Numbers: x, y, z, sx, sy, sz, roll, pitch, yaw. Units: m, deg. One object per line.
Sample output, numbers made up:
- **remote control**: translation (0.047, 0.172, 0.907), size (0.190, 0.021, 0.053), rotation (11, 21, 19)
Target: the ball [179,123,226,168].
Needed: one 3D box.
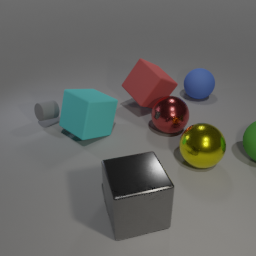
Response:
- **ball**: translation (2.297, 0.540, 8.664), size (1.400, 1.400, 1.400), rotation (0, 31, 0)

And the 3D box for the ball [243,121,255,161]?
- **ball**: translation (4.330, 0.405, 8.733), size (1.400, 1.400, 1.400), rotation (0, 31, 0)

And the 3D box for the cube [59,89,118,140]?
- **cube**: translation (-1.433, -0.547, 10.116), size (1.400, 1.400, 1.400), rotation (27, 24, 35)

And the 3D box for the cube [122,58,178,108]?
- **cube**: translation (0.895, -1.783, 11.597), size (1.400, 1.400, 1.400), rotation (5, 38, -53)

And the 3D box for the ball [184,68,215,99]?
- **ball**: translation (3.273, -2.035, 12.888), size (1.400, 1.400, 1.400), rotation (0, 31, 0)

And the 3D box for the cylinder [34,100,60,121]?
- **cylinder**: translation (-3.117, -0.671, 10.770), size (0.700, 0.700, 0.700), rotation (27, 30, 37)

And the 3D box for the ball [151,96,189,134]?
- **ball**: translation (1.562, -0.488, 10.375), size (1.400, 1.400, 1.400), rotation (0, 31, 0)

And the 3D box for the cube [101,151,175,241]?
- **cube**: translation (0.190, 1.616, 6.890), size (1.400, 1.400, 1.400), rotation (-9, 32, -13)
